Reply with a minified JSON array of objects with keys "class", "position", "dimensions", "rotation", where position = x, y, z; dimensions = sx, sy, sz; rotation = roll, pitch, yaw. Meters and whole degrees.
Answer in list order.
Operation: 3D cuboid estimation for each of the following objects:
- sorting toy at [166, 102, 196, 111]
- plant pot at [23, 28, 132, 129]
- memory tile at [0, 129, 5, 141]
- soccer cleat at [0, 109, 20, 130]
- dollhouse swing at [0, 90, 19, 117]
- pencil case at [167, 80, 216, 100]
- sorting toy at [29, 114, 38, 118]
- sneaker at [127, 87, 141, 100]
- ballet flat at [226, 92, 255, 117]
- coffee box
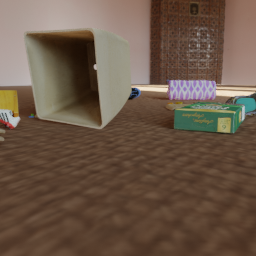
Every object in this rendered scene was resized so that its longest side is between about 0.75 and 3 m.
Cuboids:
[{"class":"sorting toy","position":[2.390,-0.949,12.399],"dimensions":[1.352,0.243,1.815],"rotation":[-5,11,-4]},{"class":"plant pot","position":[-1.249,-1.732,8.708],"dimensions":[2.623,2.626,2.325],"rotation":[9,24,30]},{"class":"memory tile","position":[-4.196,-0.021,5.559],"dimensions":[2.996,0.251,2.296],"rotation":[2,-6,31]},{"class":"soccer cleat","position":[-3.432,-0.373,7.658],"dimensions":[1.035,0.441,0.355],"rotation":[32,-21,9]},{"class":"dollhouse swing","position":[-4.786,-0.535,9.946],"dimensions":[1.663,1.462,1.512],"rotation":[-4,53,-21]},{"class":"pencil case","position":[3.750,-2.220,16.686],"dimensions":[2.926,1.228,1.251],"rotation":[2,-14,5]},{"class":"sorting toy","position":[-3.093,-0.480,10.091],"dimensions":[0.928,0.126,0.523],"rotation":[-2,11,-14]},{"class":"sneaker","position":[-0.368,-1.981,16.540],"dimensions":[2.180,0.764,0.849],"rotation":[-4,11,14]},{"class":"ballet flat","position":[4.461,-0.840,10.197],"dimensions":[2.548,0.917,0.917],"rotation":[-5,12,-28]},{"class":"coffee box","position":[2.531,-0.389,8.359],"dimensions":[1.624,0.581,2.641],"rotation":[6,12,28]}]
